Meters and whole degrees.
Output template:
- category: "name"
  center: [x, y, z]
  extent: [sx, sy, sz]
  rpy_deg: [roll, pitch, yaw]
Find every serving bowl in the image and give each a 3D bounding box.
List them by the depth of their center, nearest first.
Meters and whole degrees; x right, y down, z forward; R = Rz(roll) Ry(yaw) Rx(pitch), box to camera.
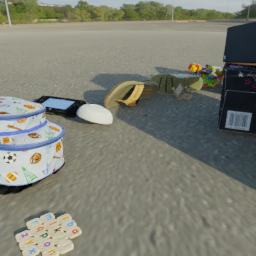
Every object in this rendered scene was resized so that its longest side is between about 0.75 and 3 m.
- category: "serving bowl"
  center: [-1.034, -0.508, 9.028]
  extent: [1.185, 0.390, 1.185]
  rpy_deg: [15, 15, -4]

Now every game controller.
- category: "game controller"
  center: [-2.584, -0.820, 10.305]
  extent: [2.066, 0.435, 1.078]
  rpy_deg: [9, 25, 21]

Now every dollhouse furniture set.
- category: "dollhouse furniture set"
  center: [2.280, -1.554, 11.438]
  extent: [0.418, 0.855, 0.729]
  rpy_deg: [24, 72, 45]

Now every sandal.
- category: "sandal"
  center: [0.276, -1.254, 10.841]
  extent: [2.704, 1.086, 0.730]
  rpy_deg: [-14, 53, -37]

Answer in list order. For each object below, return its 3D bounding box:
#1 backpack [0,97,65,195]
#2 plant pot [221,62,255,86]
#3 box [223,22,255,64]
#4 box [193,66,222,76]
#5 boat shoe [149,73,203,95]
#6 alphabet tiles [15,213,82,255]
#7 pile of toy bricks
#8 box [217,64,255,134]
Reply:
- category: "backpack"
  center: [-2.575, 0.292, 6.208]
  extent: [2.295, 1.856, 2.409]
  rpy_deg: [17, 24, 11]
- category: "plant pot"
  center: [5.150, -2.480, 12.375]
  extent: [2.299, 2.299, 2.460]
  rpy_deg: [18, 44, 36]
- category: "box"
  center: [4.376, -2.318, 7.801]
  extent: [2.113, 1.180, 2.993]
  rpy_deg: [-1, 14, -10]
- category: "box"
  center: [4.418, -3.179, 15.679]
  extent: [1.502, 0.483, 0.526]
  rpy_deg: [4, 24, 11]
- category: "boat shoe"
  center: [2.017, -2.002, 12.559]
  extent: [2.538, 0.949, 0.868]
  rpy_deg: [0, 16, -18]
- category: "alphabet tiles"
  center: [-1.332, 1.801, 4.712]
  extent: [0.965, 0.072, 0.986]
  rpy_deg: [-17, 28, -32]
- category: "pile of toy bricks"
  center: [3.751, -2.344, 13.449]
  extent: [1.985, 1.101, 0.980]
  rpy_deg: [10, 49, -17]
- category: "box"
  center: [4.332, -0.833, 8.434]
  extent: [2.928, 1.935, 1.680]
  rpy_deg: [8, 21, 19]
